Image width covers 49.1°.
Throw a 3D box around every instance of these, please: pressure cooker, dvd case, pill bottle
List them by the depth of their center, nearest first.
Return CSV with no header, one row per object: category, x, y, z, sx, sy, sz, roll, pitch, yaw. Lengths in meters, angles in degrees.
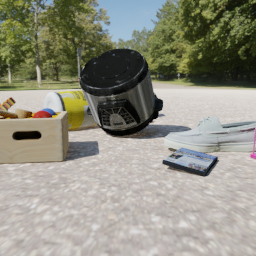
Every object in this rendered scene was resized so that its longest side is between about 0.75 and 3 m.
dvd case,1.416,0.721,6.226,0.921,0.113,1.290,14,15,26
pressure cooker,-0.190,-1.012,9.330,2.313,2.589,2.277,-36,48,-17
pill bottle,-1.820,-0.762,10.937,2.566,1.437,1.437,-10,14,-37

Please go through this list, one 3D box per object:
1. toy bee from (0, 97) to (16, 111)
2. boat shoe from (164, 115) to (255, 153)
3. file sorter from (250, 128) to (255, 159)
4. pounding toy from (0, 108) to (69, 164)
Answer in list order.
toy bee,-5.559,-0.563,11.908,1.202,1.836,0.998,32,35,-12
boat shoe,2.280,0.115,7.537,2.636,0.939,0.920,0,10,-4
file sorter,3.653,0.392,6.380,0.900,0.812,1.295,-4,11,-24
pounding toy,-2.550,-0.005,6.844,2.006,1.426,1.847,-1,10,-7
